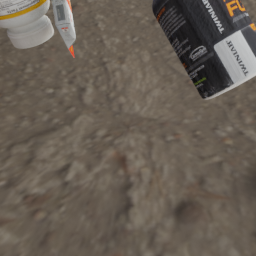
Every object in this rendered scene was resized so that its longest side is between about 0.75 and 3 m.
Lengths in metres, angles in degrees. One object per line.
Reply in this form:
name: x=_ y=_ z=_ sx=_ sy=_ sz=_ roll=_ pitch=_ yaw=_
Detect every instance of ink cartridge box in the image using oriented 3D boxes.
ink cartridge box: x=-1.400 y=-2.539 z=6.607 sx=0.381 sy=1.520 sz=1.233 roll=-12 pitch=77 yaw=3

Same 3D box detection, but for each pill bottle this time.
pill bottle: x=1.115 y=-1.612 z=4.216 sx=1.149 sy=1.149 sz=2.164 roll=-31 pitch=92 yaw=-21
pill bottle: x=-2.906 y=-3.509 z=6.857 sx=1.609 sy=2.853 sz=1.609 roll=-8 pitch=44 yaw=8
